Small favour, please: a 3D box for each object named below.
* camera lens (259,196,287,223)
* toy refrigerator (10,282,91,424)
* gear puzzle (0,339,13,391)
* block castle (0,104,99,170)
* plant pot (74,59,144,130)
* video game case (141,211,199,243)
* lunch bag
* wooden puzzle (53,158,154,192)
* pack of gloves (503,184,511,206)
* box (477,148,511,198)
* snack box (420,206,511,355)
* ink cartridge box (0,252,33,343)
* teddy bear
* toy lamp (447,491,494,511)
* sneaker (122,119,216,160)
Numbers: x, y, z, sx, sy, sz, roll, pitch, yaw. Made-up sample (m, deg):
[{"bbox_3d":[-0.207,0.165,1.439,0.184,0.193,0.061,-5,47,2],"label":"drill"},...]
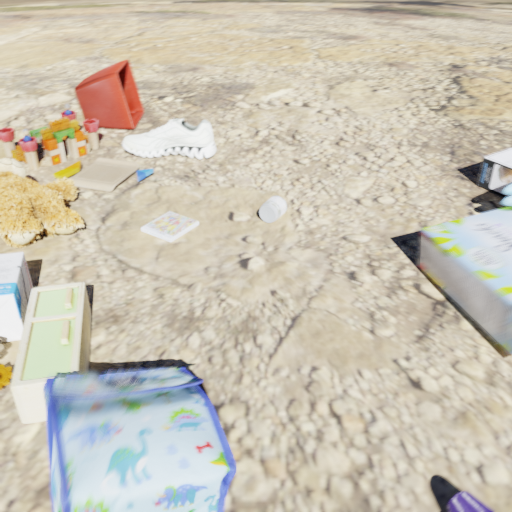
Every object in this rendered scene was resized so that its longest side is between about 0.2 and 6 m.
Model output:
[{"bbox_3d":[0.397,-1.084,12.976,0.485,0.485,0.607,16,35,24],"label":"camera lens"},{"bbox_3d":[-3.120,1.379,8.732,0.899,0.828,2.368,-6,32,-10],"label":"toy refrigerator"},{"bbox_3d":[-4.552,1.665,8.812,2.039,0.267,1.056,15,42,24],"label":"gear puzzle"},{"bbox_3d":[-5.943,-3.516,16.211,1.662,1.167,2.487,25,40,34],"label":"block castle"},{"bbox_3d":[-4.886,-5.206,18.457,1.636,1.857,1.855,-8,32,5],"label":"plant pot"},{"bbox_3d":[-1.944,-0.672,12.667,0.899,0.113,0.988,20,37,28],"label":"video game case"},{"bbox_3d":[-1.502,2.197,6.743,1.899,1.423,2.233,0,29,-24],"label":"lunch bag"},{"bbox_3d":[-4.051,-2.147,14.921,2.327,0.272,1.570,14,39,22],"label":"wooden puzzle"},{"bbox_3d":[7.505,-1.260,11.726,3.848,0.759,3.233,-25,49,-14],"label":"pack of gloves"},{"bbox_3d":[7.131,-1.797,13.787,1.605,0.828,2.752,-20,38,-29],"label":"box"},{"bbox_3d":[4.817,0.258,9.925,2.595,1.041,3.077,-13,29,-9],"label":"snack box"},{"bbox_3d":[-4.321,0.603,9.827,0.564,0.979,1.690,-7,33,-11],"label":"ink cartridge box"},{"bbox_3d":[-5.317,-1.318,12.733,2.556,1.177,3.526,-10,34,-19],"label":"teddy bear"},{"bbox_3d":[2.720,3.339,5.959,0.519,0.519,1.784,-12,37,-18],"label":"toy lamp"},{"bbox_3d":[-2.527,-3.443,16.195,2.708,1.098,1.018,0,34,3],"label":"sneaker"}]
